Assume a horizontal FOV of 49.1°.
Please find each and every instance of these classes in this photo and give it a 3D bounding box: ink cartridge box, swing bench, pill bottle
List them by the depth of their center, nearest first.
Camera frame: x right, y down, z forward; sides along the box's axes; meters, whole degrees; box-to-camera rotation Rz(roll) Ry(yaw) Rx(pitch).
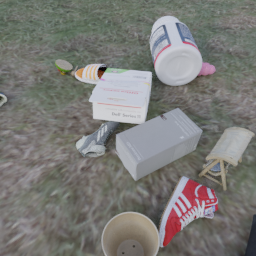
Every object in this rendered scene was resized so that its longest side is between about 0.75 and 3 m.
[{"bbox_3d":[2.584,0.724,7.385,0.798,1.230,1.223,28,53,25],"label":"swing bench"},{"bbox_3d":[-0.154,-0.952,8.723,1.613,0.927,2.754,7,30,6],"label":"ink cartridge box"},{"bbox_3d":[1.706,-3.076,10.714,1.668,1.668,2.789,-2,46,-2],"label":"pill bottle"}]

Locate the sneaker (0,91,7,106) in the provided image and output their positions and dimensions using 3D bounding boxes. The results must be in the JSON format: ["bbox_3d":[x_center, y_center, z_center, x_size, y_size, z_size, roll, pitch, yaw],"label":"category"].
[{"bbox_3d":[-4.804,-0.677,9.120,0.838,0.626,1.867,20,46,25],"label":"sneaker"}]

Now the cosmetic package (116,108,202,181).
[{"bbox_3d":[0.830,0.416,7.887,2.168,0.978,1.158,-23,54,-24],"label":"cosmetic package"}]

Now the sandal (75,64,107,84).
[{"bbox_3d":[-0.901,-2.038,10.422,2.241,0.642,0.858,15,47,13],"label":"sandal"}]

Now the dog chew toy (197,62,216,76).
[{"bbox_3d":[2.910,-2.273,10.754,0.904,0.563,0.563,5,46,-5],"label":"dog chew toy"}]

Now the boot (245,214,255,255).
[{"bbox_3d":[2.446,2.725,5.743,1.958,0.780,2.375,32,58,13],"label":"boot"}]

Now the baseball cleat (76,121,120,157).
[{"bbox_3d":[-0.746,0.351,8.312,1.542,0.538,0.821,-34,61,-17],"label":"baseball cleat"}]

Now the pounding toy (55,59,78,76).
[{"bbox_3d":[-2.448,-2.270,10.907,0.882,0.409,0.681,20,35,-18],"label":"pounding toy"}]

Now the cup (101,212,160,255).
[{"bbox_3d":[0.050,2.512,5.942,1.175,0.840,1.175,0,47,0],"label":"cup"}]

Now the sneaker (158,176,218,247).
[{"bbox_3d":[1.444,2.024,6.518,1.090,0.690,1.937,18,47,21],"label":"sneaker"}]
